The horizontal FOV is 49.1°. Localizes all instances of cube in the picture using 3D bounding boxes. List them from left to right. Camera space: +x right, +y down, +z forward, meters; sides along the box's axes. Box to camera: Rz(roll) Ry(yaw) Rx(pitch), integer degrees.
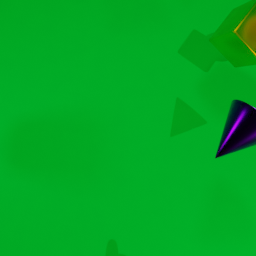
[{"bbox_3d":[2.422,-1.891,5.683,0.903,0.903,0.903,39,86,-16],"label":"cube"}]

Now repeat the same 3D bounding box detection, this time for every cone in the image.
[{"bbox_3d":[1.819,0.180,4.775,0.945,0.945,0.948,44,91,13],"label":"cone"}]
